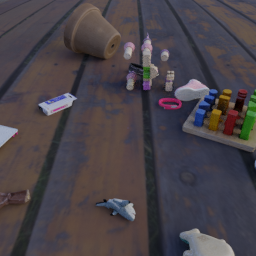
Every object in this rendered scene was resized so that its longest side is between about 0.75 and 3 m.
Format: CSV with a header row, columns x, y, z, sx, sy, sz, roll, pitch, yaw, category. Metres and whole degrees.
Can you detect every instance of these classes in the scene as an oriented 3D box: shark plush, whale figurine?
x,y,z,sx,sy,sz,roll,pitch,yaw,category
-0.370,2.300,8.072,1.218,0.553,0.507,11,69,7,shark plush
1.884,3.085,6.861,1.209,0.789,1.520,-9,14,-21,whale figurine

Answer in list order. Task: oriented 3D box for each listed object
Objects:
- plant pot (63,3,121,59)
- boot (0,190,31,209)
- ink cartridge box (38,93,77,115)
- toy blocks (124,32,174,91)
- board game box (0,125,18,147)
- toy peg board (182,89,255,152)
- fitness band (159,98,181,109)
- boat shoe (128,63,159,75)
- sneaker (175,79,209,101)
x,y,z,sx,sy,sz,roll,pitch,yaw,category
-1.941,-5.478,16.778,2.603,2.985,2.985,34,46,13,plant pot
-3.460,2.231,8.231,1.074,0.345,1.001,-1,38,-8,boot
-3.150,-1.108,12.692,1.596,0.296,0.756,-31,46,-32,ink cartridge box
1.086,-3.254,13.909,2.418,2.260,2.036,2,42,7,toy blocks
-5.350,0.431,10.699,1.618,0.209,1.619,11,38,15,board game box
4.036,-0.738,11.305,2.761,1.356,2.772,19,40,23,toy peg board
1.924,-1.117,12.808,1.037,0.194,0.745,2,34,2,fitness band
0.840,-3.213,15.330,1.720,0.490,0.575,12,38,15,boat shoe
2.885,-1.827,13.315,1.820,0.685,0.952,-7,41,-20,sneaker
